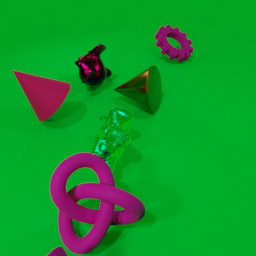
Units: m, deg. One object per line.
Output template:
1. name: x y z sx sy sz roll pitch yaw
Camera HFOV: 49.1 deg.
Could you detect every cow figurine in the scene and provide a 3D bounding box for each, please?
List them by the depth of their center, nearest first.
1. cow figurine: -0.392 0.261 6.244 0.822 1.498 1.474 26 -2 -9

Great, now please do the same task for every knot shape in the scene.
1. knot shape: -0.465 1.258 4.572 1.508 1.611 0.745 7 12 5

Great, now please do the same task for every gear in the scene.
1. gear: 1.717 -3.153 10.406 1.509 0.279 1.509 12 59 -20

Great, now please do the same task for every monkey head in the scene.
1. monkey head: -0.987 -1.891 8.622 1.007 1.203 1.672 56 29 1

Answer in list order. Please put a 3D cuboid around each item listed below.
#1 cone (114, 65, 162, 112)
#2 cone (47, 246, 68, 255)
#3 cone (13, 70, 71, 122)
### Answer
1. cone: 0.162 -1.097 7.950 1.278 1.273 1.273 2 36 24
2. cone: -0.618 2.250 3.380 1.152 1.148 1.148 22 43 13
3. cone: -2.336 -1.023 7.008 1.255 1.259 1.255 -33 34 26
